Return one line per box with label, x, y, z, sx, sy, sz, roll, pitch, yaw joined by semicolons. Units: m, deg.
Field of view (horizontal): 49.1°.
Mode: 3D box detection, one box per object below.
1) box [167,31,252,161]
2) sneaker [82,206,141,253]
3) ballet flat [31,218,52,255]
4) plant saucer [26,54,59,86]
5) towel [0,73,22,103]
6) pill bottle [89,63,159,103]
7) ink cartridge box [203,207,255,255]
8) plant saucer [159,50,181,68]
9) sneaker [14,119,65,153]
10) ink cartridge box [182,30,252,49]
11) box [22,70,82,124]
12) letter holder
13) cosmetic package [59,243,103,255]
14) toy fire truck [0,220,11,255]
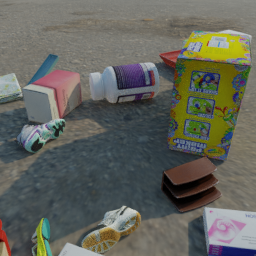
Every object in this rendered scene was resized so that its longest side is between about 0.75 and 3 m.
box;2.461;-1.119;8.495;1.796;2.836;2.944;11;33;16
sneaker;-0.402;2.068;5.788;1.363;0.515;0.597;-17;23;-34
ballet flat;-1.734;2.260;5.558;0.352;0.351;1.052;-24;38;-5
plant saucer;-3.569;-2.214;11.591;0.693;0.188;1.984;23;75;39
towel;-5.015;-1.573;11.238;1.246;0.351;1.456;-18;53;-21
pill bottle;-0.176;-1.718;10.804;2.491;1.388;1.388;-9;33;-14
ink cartridge box;2.243;2.228;5.635;1.307;0.288;1.332;4;31;6
plant saucer;3.419;-3.375;14.250;2.772;0.510;2.777;-17;37;-25
sneaker;-2.815;0.053;8.737;1.111;0.617;1.588;19;36;26
ink cartridge box;3.565;-2.663;11.570;2.960;2.154;1.244;-22;39;-31
box;-2.618;-1.134;9.998;1.067;1.252;1.959;12;34;19
letter holder;1.576;1.348;6.691;1.271;0.639;0.903;-14;37;-21
cosmetic package;-0.587;2.616;4.800;1.434;0.511;0.727;11;34;17
toy fire truck;-3.256;2.003;5.166;1.954;1.428;2.220;-11;23;-15
